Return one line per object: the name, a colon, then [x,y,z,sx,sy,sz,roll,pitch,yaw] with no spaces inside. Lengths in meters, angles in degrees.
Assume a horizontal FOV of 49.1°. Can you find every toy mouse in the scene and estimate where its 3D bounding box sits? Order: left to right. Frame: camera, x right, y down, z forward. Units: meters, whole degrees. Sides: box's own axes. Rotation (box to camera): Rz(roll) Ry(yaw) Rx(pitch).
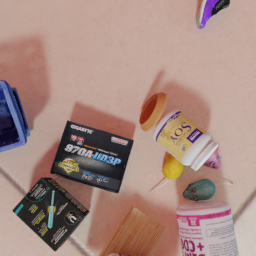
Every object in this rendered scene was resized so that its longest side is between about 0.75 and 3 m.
toy mouse: [2.138,1.252,8.078,2.164,0.471,2.435,26,81,4]

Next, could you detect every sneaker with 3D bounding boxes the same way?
sneaker: [2.773,-3.947,8.911,0.900,0.629,1.811,18,80,2]

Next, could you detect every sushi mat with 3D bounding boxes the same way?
sushi mat: [-0.018,3.455,7.753,1.116,0.141,2.332,32,86,0]

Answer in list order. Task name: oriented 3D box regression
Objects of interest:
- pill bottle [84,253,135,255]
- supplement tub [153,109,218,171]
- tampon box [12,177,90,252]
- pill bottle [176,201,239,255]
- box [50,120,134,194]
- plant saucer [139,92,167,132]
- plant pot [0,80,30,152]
pill bottle: [0.058,3.904,6.940,2.533,1.388,1.388,10,80,-9]
supplement tub: [1.559,0.324,7.682,1.517,1.103,1.103,41,82,20]
tampon box: [-2.040,2.282,7.634,1.562,0.986,1.170,40,82,6]
pill bottle: [2.128,3.251,7.244,1.422,1.422,2.509,-8,80,-1]
box: [-1.004,0.831,8.077,2.020,0.465,1.605,17,82,-1]
plant saucer: [0.667,-0.489,8.004,0.231,1.233,1.233,26,80,-16]
plant pot: [-3.721,-0.240,7.611,1.757,1.580,1.757,-16,98,-6]
